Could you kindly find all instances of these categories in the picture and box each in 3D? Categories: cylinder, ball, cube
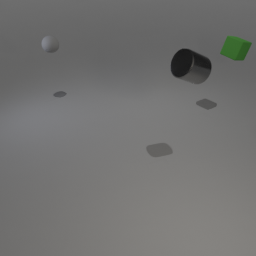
[{"bbox_3d":[1.482,-1.442,6.607,0.700,0.700,0.700,9,21,-38],"label":"cylinder"},{"bbox_3d":[-3.211,-3.464,11.593,0.700,0.700,0.700,0,31,0],"label":"ball"},{"bbox_3d":[4.032,-2.982,10.478,0.700,0.700,0.700,-11,40,-40],"label":"cube"}]
